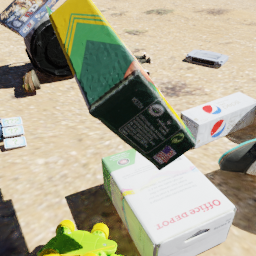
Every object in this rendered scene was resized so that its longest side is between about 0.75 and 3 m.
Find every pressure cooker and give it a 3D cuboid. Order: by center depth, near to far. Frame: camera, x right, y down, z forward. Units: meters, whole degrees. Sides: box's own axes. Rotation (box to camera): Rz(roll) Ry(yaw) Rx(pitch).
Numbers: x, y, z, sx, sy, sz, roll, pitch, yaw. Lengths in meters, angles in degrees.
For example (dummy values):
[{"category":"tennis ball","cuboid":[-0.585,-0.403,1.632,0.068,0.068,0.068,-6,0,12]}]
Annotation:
[{"category":"pressure cooker","cuboid":[-3.127,-3.714,12.071,2.537,2.498,2.840,-13,37,-22]}]

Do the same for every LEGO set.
[{"category":"LEGO set","cuboid":[-3.944,0.095,7.984,1.836,0.451,1.372,-8,44,-23]}]

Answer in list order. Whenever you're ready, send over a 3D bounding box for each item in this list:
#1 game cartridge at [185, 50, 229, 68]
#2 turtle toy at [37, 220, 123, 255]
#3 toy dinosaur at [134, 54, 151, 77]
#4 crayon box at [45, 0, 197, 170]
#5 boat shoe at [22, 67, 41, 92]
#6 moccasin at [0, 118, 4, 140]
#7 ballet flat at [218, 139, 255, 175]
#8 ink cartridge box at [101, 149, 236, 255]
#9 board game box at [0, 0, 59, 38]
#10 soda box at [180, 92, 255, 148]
[{"category":"game cartridge","cuboid":[3.846,-3.394,13.561,1.801,0.374,1.199,21,35,28]},{"category":"turtle toy","cuboid":[-0.688,2.235,4.668,1.688,0.853,1.230,6,10,4]},{"category":"toy dinosaur","cuboid":[0.088,-2.464,10.932,1.327,0.999,2.594,-12,55,-14]},{"category":"crayon box","cuboid":[-0.201,-0.864,4.094,0.689,1.721,2.711,-38,49,10]},{"category":"boat shoe","cuboid":[-3.886,-1.916,11.047,0.620,0.656,1.824,-24,30,-8]},{"category":"moccasin","cuboid":[-4.013,-0.082,8.538,0.483,0.409,1.200,-22,40,-29]},{"category":"ballet flat","cuboid":[3.579,0.654,7.038,2.804,0.953,0.959,-18,50,-25]},{"category":"ink cartridge box","cuboid":[0.681,1.418,5.748,1.721,1.036,2.368,-16,36,-21]},{"category":"board game box","cuboid":[-3.033,-3.606,8.491,1.125,0.287,1.661,32,77,22]},{"category":"soda box","cuboid":[2.729,-0.295,8.454,2.513,0.856,0.800,-19,38,-26]}]
